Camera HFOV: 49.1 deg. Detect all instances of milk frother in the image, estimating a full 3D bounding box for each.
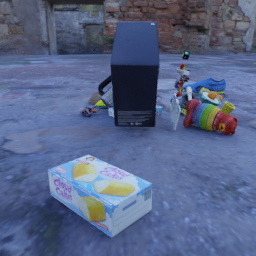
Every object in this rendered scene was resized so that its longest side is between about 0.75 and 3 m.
[{"bbox_3d":[-0.480,-1.533,12.962,1.497,1.591,1.436,-44,61,-7],"label":"milk frother"}]

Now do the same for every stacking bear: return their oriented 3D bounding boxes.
[{"bbox_3d":[3.075,-0.326,10.186,1.784,1.084,1.015,26,32,36],"label":"stacking bear"}]

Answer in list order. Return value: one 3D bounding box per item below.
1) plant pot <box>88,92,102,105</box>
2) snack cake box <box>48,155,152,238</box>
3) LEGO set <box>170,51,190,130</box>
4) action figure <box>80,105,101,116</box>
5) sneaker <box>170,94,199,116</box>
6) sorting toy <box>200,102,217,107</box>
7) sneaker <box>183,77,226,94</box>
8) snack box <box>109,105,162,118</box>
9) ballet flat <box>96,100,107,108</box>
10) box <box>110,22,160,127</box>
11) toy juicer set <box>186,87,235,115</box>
[{"bbox_3d":[-1.505,-1.549,14.386,1.093,0.504,1.093,0,20,0],"label":"plant pot"},{"bbox_3d":[-0.604,1.270,5.768,1.973,0.663,1.135,17,26,40],"label":"snack cake box"},{"bbox_3d":[1.778,-1.477,10.343,0.636,2.592,1.937,11,26,0],"label":"LEGO set"},{"bbox_3d":[-1.762,-0.791,12.248,0.863,0.467,0.892,-5,17,-42],"label":"action figure"},{"bbox_3d":[2.589,-1.117,12.492,0.804,0.881,2.176,-8,20,-22],"label":"sneaker"},{"bbox_3d":[3.510,-0.803,12.303,0.958,0.512,0.863,-3,27,-12],"label":"sorting toy"},{"bbox_3d":[4.612,-2.635,16.903,2.496,0.979,0.823,6,21,20],"label":"sneaker"},{"bbox_3d":[0.332,-0.717,12.103,2.033,0.377,1.181,-12,22,-32],"label":"snack box"},{"bbox_3d":[-0.433,-1.386,13.476,2.262,0.758,0.756,0,14,0],"label":"ballet flat"},{"bbox_3d":[0.282,-1.982,10.222,1.533,2.682,2.945,2,45,2],"label":"box"},{"bbox_3d":[3.427,-1.429,12.115,2.380,0.648,1.514,13,35,-24],"label":"toy juicer set"}]
